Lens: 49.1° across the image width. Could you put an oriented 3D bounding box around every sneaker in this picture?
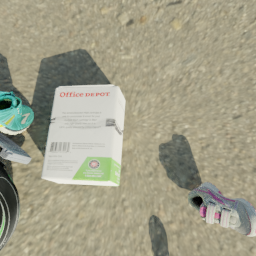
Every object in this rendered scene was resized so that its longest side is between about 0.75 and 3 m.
[{"bbox_3d":[2.392,2.197,7.334,0.942,2.136,0.869,-10,106,-30],"label":"sneaker"},{"bbox_3d":[-3.303,-0.461,7.684,1.037,2.603,1.009,-32,82,9],"label":"sneaker"}]

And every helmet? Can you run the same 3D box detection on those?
[{"bbox_3d":[-4.160,2.211,7.010,2.785,2.785,2.656,-11,104,-3],"label":"helmet"}]

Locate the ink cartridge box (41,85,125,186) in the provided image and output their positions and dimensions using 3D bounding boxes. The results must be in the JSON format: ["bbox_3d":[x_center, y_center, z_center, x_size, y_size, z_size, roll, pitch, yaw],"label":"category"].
[{"bbox_3d":[-1.179,0.221,8.030,1.950,1.126,2.680,1,72,13],"label":"ink cartridge box"}]

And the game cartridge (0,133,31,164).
[{"bbox_3d":[-3.590,0.536,8.185,1.565,1.044,0.317,31,90,27],"label":"game cartridge"}]
